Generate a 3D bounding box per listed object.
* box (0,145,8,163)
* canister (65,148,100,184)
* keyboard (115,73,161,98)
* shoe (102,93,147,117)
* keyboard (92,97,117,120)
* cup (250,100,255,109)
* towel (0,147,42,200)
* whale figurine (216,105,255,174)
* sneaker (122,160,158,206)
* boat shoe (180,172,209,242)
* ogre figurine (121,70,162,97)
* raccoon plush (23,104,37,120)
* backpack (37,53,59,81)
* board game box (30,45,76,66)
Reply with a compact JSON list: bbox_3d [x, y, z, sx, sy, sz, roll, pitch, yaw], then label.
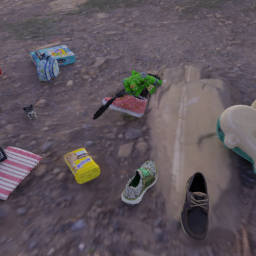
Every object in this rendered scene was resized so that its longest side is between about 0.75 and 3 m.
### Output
[{"bbox_3d":[-4.735,0.538,8.119,1.650,1.637,1.017,-35,40,-27],"label":"box"},{"bbox_3d":[-1.422,1.131,8.593,0.763,0.444,1.027,-21,42,-24],"label":"canister"},{"bbox_3d":[0.619,-1.927,12.337,1.269,0.483,2.438,26,47,28],"label":"keyboard"},{"bbox_3d":[-0.115,-1.021,10.575,1.638,0.745,0.585,19,26,3],"label":"shoe"},{"bbox_3d":[-0.810,-0.594,9.072,0.113,1.097,0.697,51,38,6],"label":"keyboard"},{"bbox_3d":[5.378,-0.620,9.848,2.197,1.571,2.197,0,39,0],"label":"cup"},{"bbox_3d":[-3.652,1.327,8.528,1.289,0.263,1.761,15,44,18],"label":"towel"},{"bbox_3d":[3.824,0.456,9.076,1.926,1.256,2.421,-13,64,-22],"label":"whale figurine"},{"bbox_3d":[0.398,1.408,7.994,0.648,0.747,1.686,18,42,21],"label":"sneaker"},{"bbox_3d":[1.757,1.956,7.341,0.731,0.720,1.963,4,39,5],"label":"boat shoe"},{"bbox_3d":[0.306,-1.257,7.962,1.161,0.696,0.570,10,73,46],"label":"ogre figurine"},{"bbox_3d":[-3.771,-0.617,10.933,0.400,0.554,0.827,-24,10,-6],"label":"raccoon plush"},{"bbox_3d":[-3.689,-2.723,12.889,0.810,1.009,1.103,5,45,7],"label":"backpack"},{"bbox_3d":[-3.883,-3.662,14.478,1.916,0.450,1.446,-20,43,-23],"label":"board game box"}]
